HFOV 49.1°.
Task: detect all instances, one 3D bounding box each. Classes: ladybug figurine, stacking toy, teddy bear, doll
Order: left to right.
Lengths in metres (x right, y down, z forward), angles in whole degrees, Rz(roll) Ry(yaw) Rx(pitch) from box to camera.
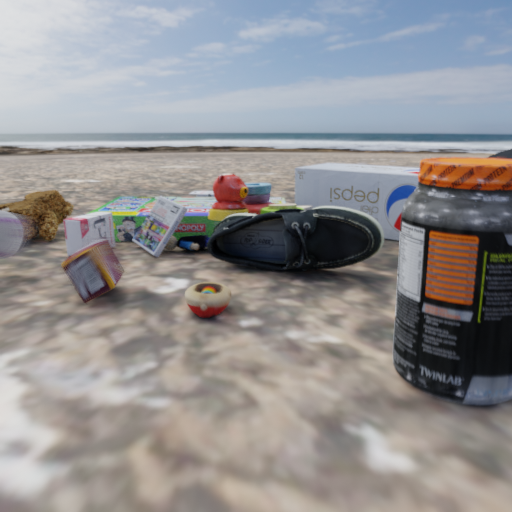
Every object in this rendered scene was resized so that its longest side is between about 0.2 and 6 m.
[{"bbox_3d":[-5.331,-0.707,12.707,1.978,0.911,2.729,-7,21,1],"label":"teddy bear"},{"bbox_3d":[-1.165,-0.288,11.600,1.512,0.366,1.032,-5,9,-7],"label":"doll"},{"bbox_3d":[-0.672,0.620,7.810,0.642,0.340,0.946,5,12,6],"label":"ladybug figurine"},{"bbox_3d":[0.147,-1.260,11.505,1.900,0.887,2.099,2,11,16],"label":"stacking toy"}]

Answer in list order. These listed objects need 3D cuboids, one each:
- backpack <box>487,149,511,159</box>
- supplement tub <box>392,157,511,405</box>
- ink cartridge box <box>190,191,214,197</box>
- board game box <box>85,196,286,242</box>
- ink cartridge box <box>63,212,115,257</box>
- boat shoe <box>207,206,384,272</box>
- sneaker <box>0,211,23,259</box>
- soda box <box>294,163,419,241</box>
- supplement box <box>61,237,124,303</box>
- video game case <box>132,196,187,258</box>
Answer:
[{"bbox_3d":[4.616,-0.400,6.901,4.304,2.724,3.592,-12,1,-37],"label":"backpack"},{"bbox_3d":[2.108,0.184,5.574,1.374,2.243,1.374,1,14,0],"label":"supplement tub"},{"bbox_3d":[-1.430,-1.803,17.790,1.284,0.435,0.745,3,14,11],"label":"ink cartridge box"},{"bbox_3d":[-1.506,-0.946,13.749,4.538,0.661,3.054,0,13,1],"label":"board game box"},{"bbox_3d":[-3.370,-0.449,11.408,0.443,0.760,1.044,2,13,21],"label":"ink cartridge box"},{"bbox_3d":[0.552,-0.243,9.725,3.161,1.181,1.048,8,20,24],"label":"boat shoe"},{"bbox_3d":[-4.818,-0.158,9.118,1.110,0.834,2.229,0,23,25],"label":"sneaker"},{"bbox_3d":[3.270,-1.271,13.181,4.845,1.542,1.650,11,18,40],"label":"soda box"},{"bbox_3d":[-2.440,0.183,8.479,0.515,0.664,1.202,-27,12,-1],"label":"supplement box"},{"bbox_3d":[-1.989,-0.623,11.486,0.144,1.138,1.249,34,-4,-36],"label":"video game case"}]
